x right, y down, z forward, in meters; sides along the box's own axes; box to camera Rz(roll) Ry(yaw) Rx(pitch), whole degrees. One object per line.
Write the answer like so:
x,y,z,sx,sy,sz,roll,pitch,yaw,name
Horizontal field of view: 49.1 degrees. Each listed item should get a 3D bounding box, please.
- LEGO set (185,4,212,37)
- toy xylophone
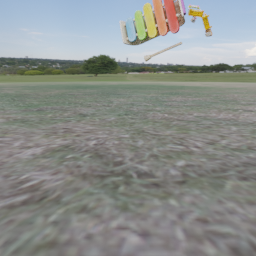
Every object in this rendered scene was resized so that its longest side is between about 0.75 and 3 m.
2.835,-4.416,11.222,1.717,0.790,0.639,23,40,-21,LEGO set
1.053,-3.890,10.801,2.829,2.071,0.711,-24,-13,31,toy xylophone
